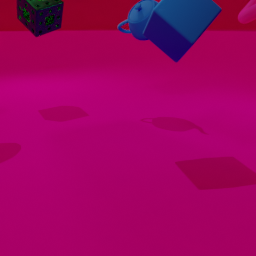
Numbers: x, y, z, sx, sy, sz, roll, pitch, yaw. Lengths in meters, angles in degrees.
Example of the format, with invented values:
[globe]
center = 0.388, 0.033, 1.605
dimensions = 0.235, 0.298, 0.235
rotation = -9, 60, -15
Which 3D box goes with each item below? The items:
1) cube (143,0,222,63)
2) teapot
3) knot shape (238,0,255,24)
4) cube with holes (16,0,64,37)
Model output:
[cube]
center = 1.000, -2.031, 5.387
dimensions = 0.937, 0.937, 0.937
rotation = 40, -12, -2
[teapot]
center = 0.539, -3.075, 7.732
dimensions = 1.859, 0.910, 1.156
rotation = -17, 56, 28
[knot shape]
center = 3.599, -3.103, 6.294
dimensions = 1.851, 1.978, 0.914
rotation = 31, 0, 41
[cube with holes]
center = -2.747, -3.666, 8.737
dimensions = 0.988, 0.988, 0.988
rotation = 45, 56, 12
